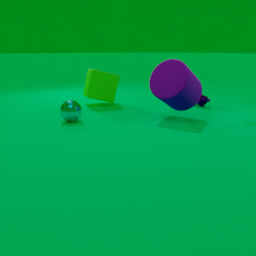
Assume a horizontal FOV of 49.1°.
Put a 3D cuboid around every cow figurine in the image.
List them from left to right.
[{"bbox_3d":[3.012,-1.371,11.855,0.574,1.045,1.029,31,-30,-33],"label":"cow figurine"}]

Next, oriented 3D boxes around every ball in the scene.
[{"bbox_3d":[-1.900,-0.565,9.351,0.736,0.736,0.736,0,17,0],"label":"ball"}]

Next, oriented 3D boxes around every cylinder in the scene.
[{"bbox_3d":[1.625,-1.411,9.432,1.377,1.377,1.377,12,-7,35],"label":"cylinder"}]

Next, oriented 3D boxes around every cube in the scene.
[{"bbox_3d":[-1.154,-1.799,11.873,1.163,1.163,1.163,10,9,-20],"label":"cube"}]
